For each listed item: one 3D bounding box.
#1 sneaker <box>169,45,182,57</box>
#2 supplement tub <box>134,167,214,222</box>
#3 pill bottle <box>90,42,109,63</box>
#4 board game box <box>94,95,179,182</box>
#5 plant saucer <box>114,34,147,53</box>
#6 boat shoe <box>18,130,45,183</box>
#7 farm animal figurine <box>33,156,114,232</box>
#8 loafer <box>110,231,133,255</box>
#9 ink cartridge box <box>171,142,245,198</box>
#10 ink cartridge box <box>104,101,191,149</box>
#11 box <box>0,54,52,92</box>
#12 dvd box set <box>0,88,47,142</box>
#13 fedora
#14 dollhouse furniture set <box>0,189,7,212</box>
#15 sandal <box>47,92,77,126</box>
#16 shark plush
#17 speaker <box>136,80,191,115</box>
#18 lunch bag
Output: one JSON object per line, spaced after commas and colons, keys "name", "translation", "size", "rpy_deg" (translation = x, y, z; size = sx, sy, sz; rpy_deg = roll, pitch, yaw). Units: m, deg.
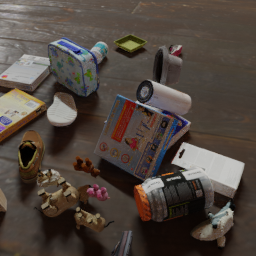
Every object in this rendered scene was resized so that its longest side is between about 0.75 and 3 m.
{"name": "sneaker", "translation": [2.498, -4.244, 15.514], "size": [0.625, 0.527, 1.430], "rpy_deg": [19, 43, 21]}
{"name": "supplement tub", "translation": [1.318, 1.981, 8.296], "size": [2.109, 1.292, 1.292], "rpy_deg": [-11, 44, -13]}
{"name": "pill bottle", "translation": [-1.637, -3.969, 15.012], "size": [0.790, 0.790, 1.425], "rpy_deg": [13, 46, 13]}
{"name": "board game box", "translation": [0.239, 0.322, 9.497], "size": [2.211, 2.258, 0.631], "rpy_deg": [26, 7, 25]}
{"name": "plant saucer", "translation": [0.146, -4.869, 16.292], "size": [1.425, 0.341, 1.423], "rpy_deg": [35, 53, 31]}
{"name": "boat shoe", "translation": [-3.430, 0.784, 9.925], "size": [0.844, 0.798, 2.347], "rpy_deg": [-11, 44, -11]}
{"name": "farm animal figurine", "translation": [-1.589, 2.130, 8.347], "size": [2.250, 1.186, 2.275], "rpy_deg": [-15, 51, 2]}
{"name": "loafer", "translation": [-0.358, 3.589, 7.001], "size": [0.686, 0.783, 2.179], "rpy_deg": [4, 46, 10]}
{"name": "ink cartridge box", "translation": [2.668, 1.372, 9.499], "size": [2.181, 0.549, 1.189], "rpy_deg": [20, 47, 22]}
{"name": "ink cartridge box", "translation": [0.772, -0.060, 10.990], "size": [2.432, 0.578, 2.461], "rpy_deg": [35, 54, 27]}
{"name": "box", "translation": [-4.990, -2.799, 13.978], "size": [1.859, 0.491, 2.385], "rpy_deg": [11, 43, 12]}
{"name": "dvd box set", "translation": [-5.086, -0.563, 11.660], "size": [1.983, 0.398, 2.710], "rpy_deg": [25, 49, 24]}
{"name": "fedora", "translation": [1.633, -2.355, 11.287], "size": [0.902, 1.766, 1.997], "rpy_deg": [4, 10, -7]}
{"name": "dollhouse furniture set", "translation": [-4.856, 1.062, 8.368], "size": [1.748, 2.529, 2.678], "rpy_deg": [-10, 56, -11]}
{"name": "sandal", "translation": [-2.691, -0.664, 11.640], "size": [1.126, 0.680, 2.767], "rpy_deg": [10, 29, -11]}
{"name": "shark plush", "translation": [2.610, 2.574, 8.196], "size": [0.776, 0.847, 1.864], "rpy_deg": [0, 37, 48]}
{"name": "speaker", "translation": [1.379, -1.091, 10.362], "size": [2.168, 0.880, 0.880], "rpy_deg": [11, 31, -41]}
{"name": "lunch bag", "translation": [-2.467, -2.809, 12.772], "size": [2.666, 2.143, 1.099], "rpy_deg": [32, 52, 31]}
